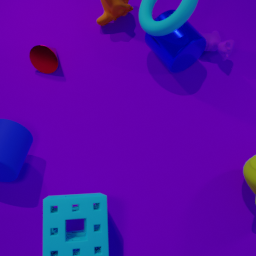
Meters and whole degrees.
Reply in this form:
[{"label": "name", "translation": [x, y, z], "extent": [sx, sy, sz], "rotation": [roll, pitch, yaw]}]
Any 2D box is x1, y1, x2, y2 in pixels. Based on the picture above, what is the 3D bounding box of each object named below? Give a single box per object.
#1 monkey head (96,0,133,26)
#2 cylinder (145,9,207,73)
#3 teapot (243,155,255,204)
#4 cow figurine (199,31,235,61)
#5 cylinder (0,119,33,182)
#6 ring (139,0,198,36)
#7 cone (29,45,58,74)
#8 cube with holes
[{"label": "monkey head", "translation": [-0.573, -4.075, 8.998], "extent": [1.404, 1.951, 1.176], "rotation": [-27, 98, 18]}, {"label": "cylinder", "translation": [1.388, -2.536, 8.276], "extent": [1.320, 1.320, 1.320], "rotation": [-31, 69, -13]}, {"label": "teapot", "translation": [3.403, 1.152, 6.555], "extent": [1.239, 0.975, 1.992], "rotation": [9, 31, 43]}, {"label": "cow figurine", "translation": [2.616, -2.528, 8.541], "extent": [1.151, 0.632, 1.132], "rotation": [0, 42, 1]}, {"label": "cylinder", "translation": [-2.946, 0.532, 6.578], "extent": [1.093, 1.093, 1.093], "rotation": [7, 51, 3]}, {"label": "ring", "translation": [1.048, -3.326, 7.459], "extent": [1.838, 0.368, 1.838], "rotation": [-16, 65, 38]}, {"label": "cone", "translation": [-2.416, -2.291, 8.659], "extent": [0.903, 0.903, 0.907], "rotation": [12, 39, 5]}, {"label": "cube with holes", "translation": [-1.108, 2.058, 5.923], "extent": [1.218, 1.218, 1.218], "rotation": [-1, 80, -12]}]
